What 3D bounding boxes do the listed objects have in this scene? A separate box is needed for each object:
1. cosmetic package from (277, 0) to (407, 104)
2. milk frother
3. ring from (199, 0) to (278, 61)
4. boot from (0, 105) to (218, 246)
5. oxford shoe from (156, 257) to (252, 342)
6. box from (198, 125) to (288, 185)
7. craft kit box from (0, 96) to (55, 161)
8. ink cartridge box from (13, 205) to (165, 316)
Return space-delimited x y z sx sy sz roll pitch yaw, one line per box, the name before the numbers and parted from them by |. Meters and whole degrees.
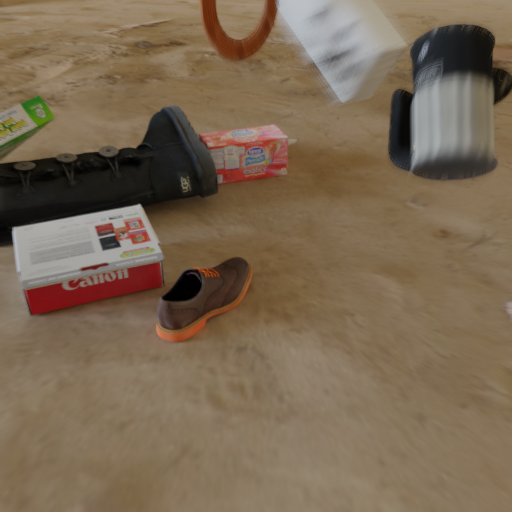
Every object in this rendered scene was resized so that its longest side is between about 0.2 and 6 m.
cosmetic package | 1.327 -4.533 10.426 0.819 1.334 3.233 -19 70 -32
milk frother | 2.786 -1.825 7.408 1.772 1.666 1.599 5 -9 -11
ring | -0.200 -4.118 9.026 0.179 1.869 1.869 24 40 33
boot | -3.118 -1.688 10.795 3.988 1.309 3.287 -17 32 -14
oxford shoe | -0.661 0.431 7.881 0.679 0.691 1.906 18 37 26
box | -0.272 -2.113 11.625 1.711 0.878 0.810 -11 35 -15
craft kit box | -5.312 -1.795 10.256 2.528 0.613 2.496 -22 23 34
ink cartridge box | -2.425 0.124 8.230 1.955 0.820 1.717 -12 35 -18
